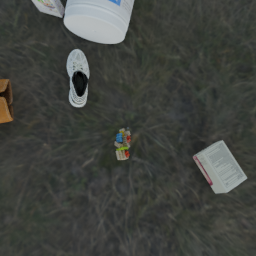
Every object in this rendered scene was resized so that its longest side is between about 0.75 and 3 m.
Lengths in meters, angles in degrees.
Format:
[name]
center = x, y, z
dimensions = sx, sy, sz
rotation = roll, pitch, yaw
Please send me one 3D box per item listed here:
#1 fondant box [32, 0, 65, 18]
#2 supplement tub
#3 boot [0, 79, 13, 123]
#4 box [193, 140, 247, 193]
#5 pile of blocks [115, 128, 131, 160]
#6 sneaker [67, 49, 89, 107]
[fondant box]
center = -2.322, -3.615, 8.000
dimensions = 0.747, 1.035, 0.302
rotation = 18, 88, 4
[supplement tub]
center = -0.619, -3.874, 7.598
dimensions = 1.747, 1.747, 2.649
rotation = 11, 86, 2
[boot]
center = -4.346, -1.119, 7.519
dimensions = 2.200, 1.087, 2.834
rotation = -15, 67, -7
[box]
center = 2.371, 1.021, 7.303
dimensions = 0.736, 0.627, 1.152
rotation = -28, 82, -17
[pile of blocks]
center = -0.106, 0.377, 7.437
dimensions = 0.316, 0.418, 1.017
rotation = -22, 50, 27
[sneaker]
center = -1.272, -1.513, 7.574
dimensions = 0.646, 0.984, 1.711
rotation = 0, 74, -19
